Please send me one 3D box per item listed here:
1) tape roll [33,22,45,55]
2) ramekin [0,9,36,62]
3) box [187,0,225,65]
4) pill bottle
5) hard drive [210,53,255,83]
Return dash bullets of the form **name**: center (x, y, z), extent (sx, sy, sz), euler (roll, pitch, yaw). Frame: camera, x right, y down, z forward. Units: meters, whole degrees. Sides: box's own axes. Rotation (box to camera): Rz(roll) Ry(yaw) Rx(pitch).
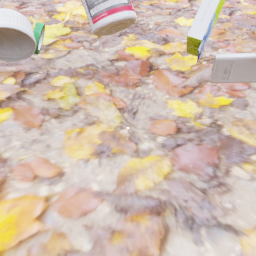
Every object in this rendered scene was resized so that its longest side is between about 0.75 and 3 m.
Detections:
- **tape roll**: center (-2.871, -2.846, 8.910), extent (0.237, 0.987, 0.987), euler (14, 39, -14)
- **ramekin**: center (-3.297, -2.549, 7.672), extent (1.453, 1.453, 0.763), euler (-8, 68, -9)
- **box**: center (1.909, -2.604, 6.895), extent (0.434, 1.111, 1.822), euler (24, 89, 13)
- **pill bottle**: center (-0.897, -4.822, 9.516), extent (1.635, 2.953, 1.635), euler (-19, 6, 2)
- **hard drive**: center (3.107, -1.644, 7.755), extent (1.488, 0.981, 0.199), euler (0, 55, 6)
